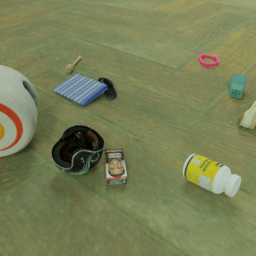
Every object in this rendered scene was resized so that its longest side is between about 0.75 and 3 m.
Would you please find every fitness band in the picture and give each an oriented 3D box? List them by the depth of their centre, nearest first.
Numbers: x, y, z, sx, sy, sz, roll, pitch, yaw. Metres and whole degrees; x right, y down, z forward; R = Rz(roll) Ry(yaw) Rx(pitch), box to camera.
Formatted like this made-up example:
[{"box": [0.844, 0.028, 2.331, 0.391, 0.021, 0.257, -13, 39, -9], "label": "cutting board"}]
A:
[{"box": [4.175, -3.508, 14.482, 0.973, 0.254, 1.355, 0, 36, 1], "label": "fitness band"}]

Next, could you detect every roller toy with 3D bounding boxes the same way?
[{"box": [-4.184, -0.540, 8.739, 2.562, 2.809, 1.963, 25, 28, -28], "label": "roller toy"}]

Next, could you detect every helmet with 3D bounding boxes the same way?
[{"box": [-1.459, 0.705, 8.122, 1.379, 1.315, 1.379, 28, 32, -20], "label": "helmet"}]

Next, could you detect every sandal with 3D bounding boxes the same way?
[{"box": [-0.872, -1.822, 12.188, 0.639, 0.360, 1.680, -14, 40, -17], "label": "sandal"}]

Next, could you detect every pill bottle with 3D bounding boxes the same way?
[{"box": [2.272, 1.294, 7.625, 1.416, 0.793, 0.793, 23, 42, 39], "label": "pill bottle"}]

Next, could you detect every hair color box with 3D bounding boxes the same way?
[{"box": [-0.374, 1.135, 8.338, 0.599, 0.362, 1.181, -4, 38, -6], "label": "hair color box"}]

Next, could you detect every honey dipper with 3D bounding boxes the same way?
[{"box": [-2.704, -3.275, 14.127, 0.334, 0.334, 1.761, 7, 36, 9], "label": "honey dipper"}]

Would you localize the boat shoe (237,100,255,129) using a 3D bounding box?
[{"box": [4.663, -0.483, 10.285, 0.622, 0.694, 1.875, 37, 51, 21], "label": "boat shoe"}]

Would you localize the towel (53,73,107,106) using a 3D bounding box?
[{"box": [-2.038, -1.656, 11.973, 2.047, 0.244, 1.482, 26, 54, 33], "label": "towel"}]

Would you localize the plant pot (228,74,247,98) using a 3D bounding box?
[{"box": [4.617, -1.728, 11.866, 0.648, 0.648, 0.917, 13, 45, 16], "label": "plant pot"}]
